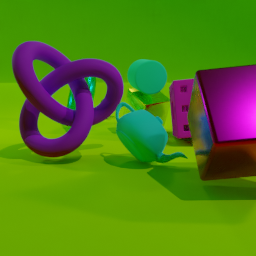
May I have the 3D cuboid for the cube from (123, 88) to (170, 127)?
[{"bbox_3d":[0.505,-0.539,7.687,0.878,0.878,0.878,-12,42,-30],"label":"cube"}]

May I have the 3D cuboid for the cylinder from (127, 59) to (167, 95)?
[{"bbox_3d":[0.464,-1.302,7.060,0.812,0.812,0.812,-2,16,-13],"label":"cylinder"}]

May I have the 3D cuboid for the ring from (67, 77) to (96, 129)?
[{"bbox_3d":[-1.307,-0.834,7.643,0.375,1.874,1.874,11,5,-23],"label":"ring"}]

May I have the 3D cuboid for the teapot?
[{"bbox_3d":[0.318,0.121,4.727,0.736,1.504,0.935,-41,-16,-13],"label":"teapot"}]

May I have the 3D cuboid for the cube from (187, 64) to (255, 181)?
[{"bbox_3d":[1.461,-0.050,3.665,1.094,1.094,1.094,-6,-32,2],"label":"cube"}]

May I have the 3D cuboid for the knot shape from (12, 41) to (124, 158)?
[{"bbox_3d":[-1.224,-0.688,5.015,2.091,1.956,0.966,-40,12,-20],"label":"knot shape"}]

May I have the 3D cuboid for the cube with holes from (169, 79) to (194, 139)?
[{"bbox_3d":[1.643,-0.452,6.425,1.221,1.221,1.221,-5,1,4],"label":"cube with holes"}]

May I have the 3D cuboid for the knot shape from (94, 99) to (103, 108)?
[{"bbox_3d":[-0.862,-0.726,10.231,0.998,0.493,1.066,-29,18,11],"label":"knot shape"}]
